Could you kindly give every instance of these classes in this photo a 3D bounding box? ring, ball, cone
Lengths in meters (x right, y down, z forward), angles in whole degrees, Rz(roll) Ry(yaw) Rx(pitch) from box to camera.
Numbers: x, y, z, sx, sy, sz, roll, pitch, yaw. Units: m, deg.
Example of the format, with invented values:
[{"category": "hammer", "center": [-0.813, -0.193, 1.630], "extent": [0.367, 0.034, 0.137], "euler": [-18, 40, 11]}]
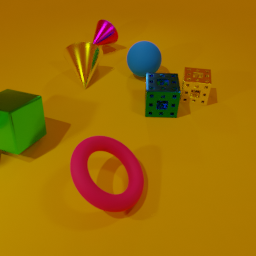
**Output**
[{"category": "ring", "center": [-0.428, 0.984, 6.326], "extent": [1.856, 0.371, 1.856], "euler": [23, 44, -24]}, {"category": "ball", "center": [0.566, -2.413, 9.828], "extent": [1.229, 1.229, 1.229], "euler": [0, 44, 0]}, {"category": "cone", "center": [-1.123, -3.542, 11.150], "extent": [1.075, 1.075, 1.079], "euler": [25, 60, 23]}, {"category": "cone", "center": [-1.531, -1.988, 9.816], "extent": [1.415, 1.415, 1.421], "euler": [-4, 70, -4]}]

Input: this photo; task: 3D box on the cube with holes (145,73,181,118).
[{"category": "cube with holes", "center": [1.023, -1.003, 8.565], "extent": [0.975, 0.975, 0.975], "euler": [2, 44, 2]}]

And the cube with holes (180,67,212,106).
[{"category": "cube with holes", "center": [2.174, -1.347, 9.026], "extent": [0.837, 0.837, 0.837], "euler": [7, 44, 8]}]

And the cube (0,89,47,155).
[{"category": "cube", "center": [-3.029, -0.204, 7.330], "extent": [1.192, 1.192, 1.192], "euler": [13, 31, 19]}]
